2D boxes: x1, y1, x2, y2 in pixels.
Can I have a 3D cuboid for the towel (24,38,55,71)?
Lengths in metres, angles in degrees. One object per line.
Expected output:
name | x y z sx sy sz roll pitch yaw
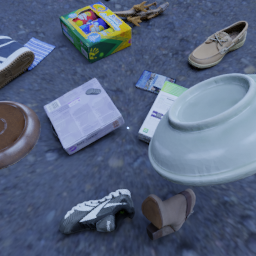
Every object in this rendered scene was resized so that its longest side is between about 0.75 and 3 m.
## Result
towel | -3.507 -2.708 10.145 1.075 0.177 1.485 24 58 16

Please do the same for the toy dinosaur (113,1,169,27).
toy dinosaur | 0.203 -4.547 11.225 2.968 0.897 1.577 -3 22 -5

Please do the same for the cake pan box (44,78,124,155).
cake pan box | -1.313 -0.363 8.019 1.889 0.494 1.739 -31 56 -8

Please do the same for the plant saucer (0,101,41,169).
plant saucer | -3.771 0.067 8.027 2.422 0.388 2.422 0 53 0

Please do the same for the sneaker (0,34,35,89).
sneaker | -4.526 -2.048 9.067 1.450 0.937 2.673 39 62 14

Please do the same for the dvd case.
dvd case | 0.928 -1.488 9.304 1.162 0.102 0.829 20 57 14

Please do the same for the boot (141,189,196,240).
boot | 0.902 1.622 5.771 1.190 1.627 0.572 -28 50 -25

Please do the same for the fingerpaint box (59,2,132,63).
fingerpaint box | -1.209 -3.623 10.419 1.813 0.797 2.173 -29 59 -19

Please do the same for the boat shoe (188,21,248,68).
boat shoe | 3.200 -3.026 9.941 2.680 0.865 0.955 -35 61 -22

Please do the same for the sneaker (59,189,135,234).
sneaker | -0.645 2.033 6.341 1.834 0.609 0.830 -20 35 -16

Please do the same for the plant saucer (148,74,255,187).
plant saucer | 1.361 -0.225 4.371 2.550 0.640 2.550 -26 25 13

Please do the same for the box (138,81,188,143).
box | 1.436 -0.309 8.230 1.579 0.398 2.188 23 60 12
